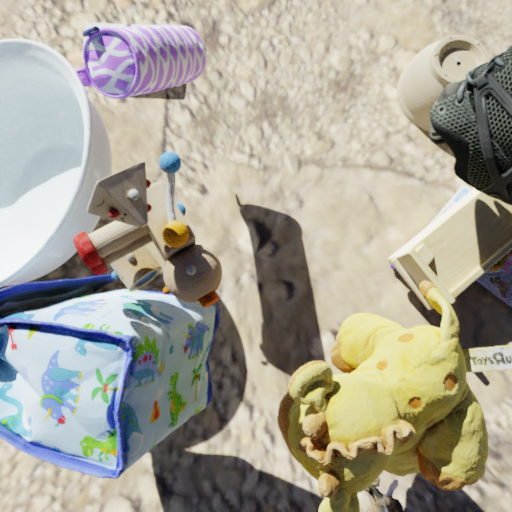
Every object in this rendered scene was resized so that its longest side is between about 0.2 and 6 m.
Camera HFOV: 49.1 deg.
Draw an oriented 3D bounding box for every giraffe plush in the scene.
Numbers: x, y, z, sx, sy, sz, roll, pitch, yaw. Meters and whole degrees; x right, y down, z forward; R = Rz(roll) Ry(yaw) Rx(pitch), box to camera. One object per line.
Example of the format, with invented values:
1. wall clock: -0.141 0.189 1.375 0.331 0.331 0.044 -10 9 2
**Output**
1. giraffe plush: 1.105 1.582 5.478 1.983 2.445 2.110 -19 70 -30

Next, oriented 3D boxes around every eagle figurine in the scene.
1. eagle figurine: 1.659 3.438 7.397 0.681 0.678 0.898 -15 64 -15

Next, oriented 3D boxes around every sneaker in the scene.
1. sneaker: 2.956 -2.148 6.190 1.970 3.439 1.315 19 42 26

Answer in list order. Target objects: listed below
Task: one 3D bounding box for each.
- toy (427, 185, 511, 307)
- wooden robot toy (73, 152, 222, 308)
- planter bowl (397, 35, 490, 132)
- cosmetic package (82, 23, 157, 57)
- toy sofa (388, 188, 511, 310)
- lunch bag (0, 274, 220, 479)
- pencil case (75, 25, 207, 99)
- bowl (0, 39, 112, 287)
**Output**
1. toy: 3.680 -0.128 8.423 2.049 0.484 1.180 41 77 10
2. wooden robot toy: -0.771 0.069 4.679 1.020 2.316 1.051 -36 83 -11
3. planter bowl: 3.093 -2.834 8.919 1.486 1.000 1.486 0 74 1
4. cosmetic package: -2.175 -3.465 9.363 1.320 0.489 0.671 2 74 -1
5. toy sofa: 3.119 -0.263 8.192 2.277 1.111 0.943 -38 87 -10
6. lunch bag: -1.815 0.972 5.658 2.368 2.013 1.509 6 94 19
7. pencil case: -1.347 -2.431 7.003 0.838 1.961 0.823 -22 100 29
8. bowl: -3.286 -1.064 7.870 3.484 1.566 3.484 -4 78 21
